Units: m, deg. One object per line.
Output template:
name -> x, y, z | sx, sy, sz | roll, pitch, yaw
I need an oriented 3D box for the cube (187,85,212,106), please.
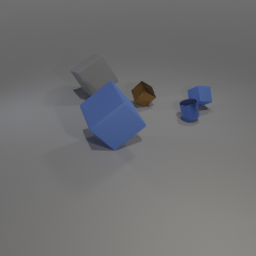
cube -> 3.068, -1.367, 11.989 | 0.700, 0.700, 0.700 | 0, -11, -31

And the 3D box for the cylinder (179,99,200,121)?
cylinder -> 2.462, -0.728, 11.216 | 0.700, 0.700, 0.700 | -13, 22, 5

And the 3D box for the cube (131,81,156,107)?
cube -> 0.679, -1.485, 12.252 | 0.700, 0.700, 0.700 | 22, 40, -40

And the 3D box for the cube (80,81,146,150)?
cube -> -0.512, -0.411, 9.337 | 1.400, 1.400, 1.400 | -38, 45, 8

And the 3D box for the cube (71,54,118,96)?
cube -> -1.558, -2.408, 12.899 | 1.400, 1.400, 1.400 | -39, 27, -10
